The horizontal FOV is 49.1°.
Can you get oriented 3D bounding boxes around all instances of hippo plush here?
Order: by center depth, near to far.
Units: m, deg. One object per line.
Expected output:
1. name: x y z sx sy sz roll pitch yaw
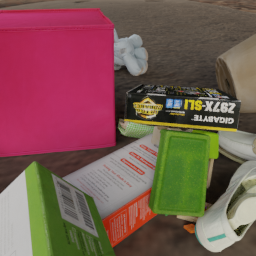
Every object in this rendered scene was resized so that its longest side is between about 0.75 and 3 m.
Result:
1. hippo plush: -0.338 -2.507 10.431 1.633 1.618 2.031 -18 0 34

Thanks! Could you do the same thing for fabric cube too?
1. fabric cube: -1.733 -1.232 6.554 2.610 2.651 2.660 -6 30 -9

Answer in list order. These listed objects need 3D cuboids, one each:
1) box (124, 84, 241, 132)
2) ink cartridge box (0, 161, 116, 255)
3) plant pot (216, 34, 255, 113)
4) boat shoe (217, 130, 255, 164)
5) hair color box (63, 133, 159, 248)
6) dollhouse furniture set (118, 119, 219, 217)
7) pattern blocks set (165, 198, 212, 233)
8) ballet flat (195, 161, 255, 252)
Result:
1. box: 1.216 -0.593 6.679 2.210 0.683 2.767 6 13 7
2. ink cartridge box: -1.337 1.889 2.652 2.580 0.977 1.907 -44 35 4
3. plant pot: 3.729 -1.492 7.417 2.347 2.705 2.705 -15 29 5
4. boat shoe: 2.892 0.379 5.542 2.387 0.816 0.892 20 36 31
5. hair color box: -0.037 0.964 4.569 2.295 0.703 1.165 -25 37 -33
6. dollhouse furniture set: 0.640 0.531 5.215 1.492 1.153 2.985 7 3 -9
7. pattern blocks set: 1.113 1.352 4.585 1.012 0.082 0.889 5 30 9
8. ballet flat: 1.857 1.079 4.271 0.752 0.752 2.166 25 39 37
